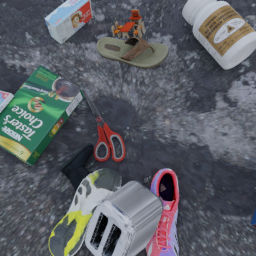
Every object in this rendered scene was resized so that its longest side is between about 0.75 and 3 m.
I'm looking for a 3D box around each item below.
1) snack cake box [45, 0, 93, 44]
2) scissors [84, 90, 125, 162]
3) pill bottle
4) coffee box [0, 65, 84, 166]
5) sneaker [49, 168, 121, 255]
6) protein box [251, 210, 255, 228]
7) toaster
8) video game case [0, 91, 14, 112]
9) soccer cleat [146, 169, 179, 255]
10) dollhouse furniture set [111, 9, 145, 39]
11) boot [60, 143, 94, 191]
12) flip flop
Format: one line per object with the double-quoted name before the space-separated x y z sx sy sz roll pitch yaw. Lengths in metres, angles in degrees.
"snack cake box" -2.154 -4.104 10.423 0.589 1.008 1.752 40 74 14
"scissors" -0.812 -0.159 9.386 1.026 0.195 2.805 -12 68 -2
"pill bottle" 3.194 -3.535 9.925 1.525 1.525 2.667 -31 73 -11
"coffee box" -3.026 -0.469 9.211 1.837 0.657 2.987 31 72 11
"sneaker" -1.212 2.343 7.929 1.039 1.181 2.790 35 61 9
"protein box" 5.009 1.683 7.275 1.835 2.719 2.700 27 71 10
"toaster" -0.090 2.410 7.097 1.320 2.322 1.500 35 30 25
"video game case" -4.579 -0.480 9.128 1.261 0.154 1.764 15 64 44
"soccer cleat" 1.000 2.551 7.822 0.956 1.096 2.867 5 69 2
"dollhouse furniture set" 0.082 -3.852 10.382 1.135 0.584 1.122 11 51 26
"boot" -1.306 1.269 8.624 1.317 0.503 1.107 -42 72 -9
"flip flop" 0.139 -2.874 10.085 2.636 0.759 1.069 13 70 5
